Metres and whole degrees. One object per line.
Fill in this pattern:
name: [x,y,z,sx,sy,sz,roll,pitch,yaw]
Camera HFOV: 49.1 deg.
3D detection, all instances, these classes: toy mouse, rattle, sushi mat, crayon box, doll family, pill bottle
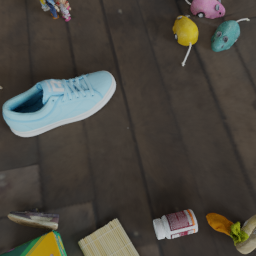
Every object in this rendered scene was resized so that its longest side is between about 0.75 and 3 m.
toy mouse: [2.544,-3.221,8.315,2.427,0.528,2.731,-7,66,-3]
rattle: [2.336,1.860,5.571,0.919,1.412,1.009,-34,70,-14]
sushi mat: [-0.117,3.020,5.765,0.995,0.126,2.079,-30,69,-14]
crayon box: [-1.626,3.185,5.437,1.158,0.568,1.950,-23,68,-10]
doll family: [-2.373,-3.815,8.350,0.689,0.950,1.530,-38,71,-15]
pill bottle: [1.003,2.073,5.986,0.854,0.488,0.488,-11,67,-5]

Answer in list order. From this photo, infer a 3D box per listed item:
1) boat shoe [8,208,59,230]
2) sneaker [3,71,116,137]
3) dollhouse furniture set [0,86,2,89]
boat shoe: [-2.040,1.946,6.116,1.114,0.401,0.361,8,54,7]
sneaker: [-1.606,-0.745,6.851,2.918,1.195,1.078,-30,70,-12]
dollhouse furniture set: [-3.714,-0.671,7.283,0.460,0.539,1.039,33,63,-29]
